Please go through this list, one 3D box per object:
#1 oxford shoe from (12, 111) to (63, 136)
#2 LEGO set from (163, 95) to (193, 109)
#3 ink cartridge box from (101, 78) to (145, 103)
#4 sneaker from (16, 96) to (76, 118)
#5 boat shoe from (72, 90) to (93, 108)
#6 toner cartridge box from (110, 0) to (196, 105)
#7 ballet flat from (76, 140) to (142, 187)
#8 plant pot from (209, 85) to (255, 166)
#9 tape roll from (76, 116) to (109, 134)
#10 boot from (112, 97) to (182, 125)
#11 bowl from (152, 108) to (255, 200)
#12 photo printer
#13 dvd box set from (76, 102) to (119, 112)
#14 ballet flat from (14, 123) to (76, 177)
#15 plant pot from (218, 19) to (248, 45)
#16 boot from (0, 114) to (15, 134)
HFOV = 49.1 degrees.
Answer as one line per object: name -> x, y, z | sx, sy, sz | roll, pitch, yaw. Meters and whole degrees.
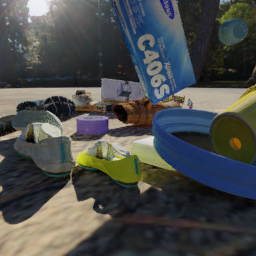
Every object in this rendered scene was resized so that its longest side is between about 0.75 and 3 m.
oxford shoe -> -2.412, -0.017, 7.733 | 2.292, 0.862, 0.662 | 12, -22, 43
LEGO set -> 2.370, -1.246, 15.188 | 2.184, 0.813, 1.005 | 2, -25, 38
ink cartridge box -> -0.202, -1.930, 15.529 | 2.596, 1.115, 1.901 | 4, -2, -5
sneaker -> -3.515, -0.926, 12.156 | 2.432, 0.944, 1.050 | -2, 7, -14
boat shoe -> -2.312, -1.602, 14.257 | 0.808, 0.728, 2.241 | -1, 18, 10
toner cartridge box -> 0.557, -1.700, 5.585 | 1.084, 2.283, 0.493 | -29, 33, -7
ballet flat -> -0.368, 0.524, 4.984 | 0.584, 0.586, 1.747 | -7, 12, -37
plant pot -> 2.087, 0.047, 4.386 | 1.366, 1.452, 1.452 | -18, 18, -27
tape roll -> -1.127, -0.110, 8.933 | 1.034, 0.440, 1.034 | 0, 11, 0
boot -> 0.427, -0.665, 10.731 | 2.248, 1.110, 2.895 | -6, 21, -23
bowl -> 1.730, 0.323, 4.769 | 2.743, 0.538, 2.743 | 10, 18, -3
photo printer -> 0.851, 0.479, 5.608 | 1.067, 0.445, 1.283 | -9, 13, -42
dvd box set -> -1.750, -1.166, 14.985 | 2.532, 0.372, 1.853 | 5, 11, 27
ballet flat -> -1.729, 0.264, 5.783 | 0.881, 0.814, 2.612 | -7, 12, -35
plant pot -> 3.767, -3.404, 9.861 | 0.907, 0.907, 0.728 | -1, 13, -7
boot -> -4.226, -0.193, 8.924 | 1.407, 0.560, 1.707 | 12, 16, 5
